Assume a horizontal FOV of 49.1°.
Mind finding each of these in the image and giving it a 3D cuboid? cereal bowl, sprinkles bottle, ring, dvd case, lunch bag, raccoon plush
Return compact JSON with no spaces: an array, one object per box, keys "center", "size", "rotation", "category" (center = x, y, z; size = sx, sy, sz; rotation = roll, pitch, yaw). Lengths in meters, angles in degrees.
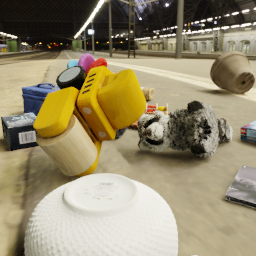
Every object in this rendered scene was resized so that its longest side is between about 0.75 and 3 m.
[{"center":[-0.372,1.283,4.001],"size":[2.176,0.906,2.176],"rotation":[-1,18,0],"category":"cereal bowl"},{"center":[0.401,-1.815,14.396],"size":[1.897,0.647,0.647],"rotation":[10,20,29],"category":"sprinkles bottle"},{"center":[0.872,-0.290,10.253],"size":[2.185,0.210,2.185],"rotation":[0,18,0],"category":"ring"},{"center":[3.098,1.252,5.319],"size":[2.091,0.167,1.555],"rotation":[11,20,31],"category":"dvd case"},{"center":[-3.326,-1.183,11.322],"size":[1.897,1.255,1.289],"rotation":[9,20,29],"category":"lunch bag"},{"center":[1.530,0.262,7.760],"size":[1.895,1.368,2.829],"rotation":[-6,-22,38],"category":"raccoon plush"}]

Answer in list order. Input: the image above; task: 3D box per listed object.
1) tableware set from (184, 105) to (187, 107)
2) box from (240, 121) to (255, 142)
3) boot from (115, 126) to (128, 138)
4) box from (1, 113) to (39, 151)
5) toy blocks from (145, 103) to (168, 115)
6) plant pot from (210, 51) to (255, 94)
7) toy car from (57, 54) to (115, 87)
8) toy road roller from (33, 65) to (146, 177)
[{"center":[2.550,-0.681,11.375],"size":[0.895,0.271,1.354],"rotation":[5,18,16],"category":"tableware set"},{"center":[4.676,0.007,8.519],"size":[2.198,0.414,1.501],"rotation":[-18,18,-38],"category":"box"},{"center":[-0.576,-0.177,9.355],"size":[1.267,0.672,1.924],"rotation":[7,29,11],"category":"boot"},{"center":[-3.101,0.069,8.241],"size":[0.964,0.695,1.299],"rotation":[-10,20,-30],"category":"box"},{"center":[0.892,-0.564,10.466],"size":[1.181,0.429,0.985],"rotation":[1,36,9],"category":"toy blocks"},{"center":[6.185,-2.992,16.142],"size":[2.327,2.327,2.019],"rotation":[-2,34,-5],"category":"plant pot"},{"center":[-1.866,-2.458,13.587],"size":[2.899,2.174,2.537],"rotation":[17,23,22],"category":"toy car"},{"center":[-0.666,-0.329,6.166],"size":[1.868,1.572,2.558],"rotation":[-10,43,21],"category":"toy road roller"}]
